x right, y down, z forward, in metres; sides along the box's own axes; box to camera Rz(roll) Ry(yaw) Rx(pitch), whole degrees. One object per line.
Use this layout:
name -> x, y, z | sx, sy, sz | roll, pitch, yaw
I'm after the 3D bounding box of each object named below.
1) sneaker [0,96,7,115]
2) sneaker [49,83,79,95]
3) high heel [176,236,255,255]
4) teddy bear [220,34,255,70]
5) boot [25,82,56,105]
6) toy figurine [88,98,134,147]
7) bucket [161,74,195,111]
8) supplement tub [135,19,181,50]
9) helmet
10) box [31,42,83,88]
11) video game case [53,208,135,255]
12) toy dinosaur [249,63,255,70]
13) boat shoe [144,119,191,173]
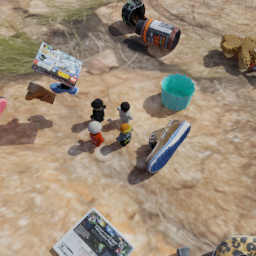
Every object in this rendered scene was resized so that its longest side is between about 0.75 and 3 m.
sneaker -> -5.362, -0.022, 10.697 | 1.176, 0.999, 2.710 | 29, 60, 3
sneaker -> -2.426, -1.553, 10.412 | 1.174, 0.524, 0.461 | 7, 68, 20
high heel -> 2.749, 3.988, 7.384 | 2.715, 0.969, 1.935 | -15, 46, 9
teddy bear -> 5.767, -3.580, 13.338 | 2.923, 0.976, 2.119 | 1, 65, -5
boot -> -3.232, -1.139, 10.368 | 1.011, 1.306, 0.481 | 26, 68, -14
toy figurine -> -0.636, -0.232, 10.521 | 1.705, 1.205, 1.732 | 2, 53, 2
bucket -> 2.037, -1.470, 11.638 | 1.424, 0.926, 1.424 | 0, 53, 0
supplement tub -> 1.456, -4.723, 13.979 | 2.153, 1.151, 1.151 | 25, 57, 19
helmet -> 0.345, -6.125, 14.902 | 1.445, 1.445, 1.377 | -15, 42, -11
box -> -2.352, -2.105, 9.423 | 1.500, 0.299, 1.027 | 24, 57, -22
video game case -> -1.004, 3.548, 8.288 | 1.833, 0.214, 1.666 | 36, 61, 25
toy dinosaur -> 6.392, -2.880, 12.434 | 1.743, 1.921, 1.009 | 22, 27, 25
boat shoe -> 1.267, 0.570, 10.178 | 0.953, 0.951, 2.632 | 28, 48, 25
